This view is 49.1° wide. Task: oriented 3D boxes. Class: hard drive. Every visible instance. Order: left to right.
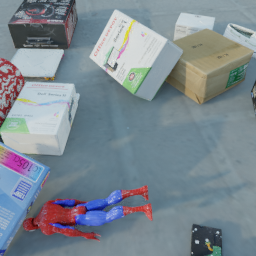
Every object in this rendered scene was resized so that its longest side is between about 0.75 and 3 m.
[{"bbox_3d":[1.480,2.273,5.296,0.575,0.156,0.823,8,45,8],"label":"hard drive"}]

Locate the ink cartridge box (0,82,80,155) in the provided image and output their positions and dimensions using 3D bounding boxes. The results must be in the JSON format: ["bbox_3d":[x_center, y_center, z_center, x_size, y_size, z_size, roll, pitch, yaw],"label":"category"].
[{"bbox_3d":[-2.222,-0.484,7.548,1.436,0.826,2.453,3,45,3],"label":"ink cartridge box"}]

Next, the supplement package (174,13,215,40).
[{"bbox_3d":[2.583,-3.840,10.927,1.353,0.750,1.053,15,48,13],"label":"supplement package"}]

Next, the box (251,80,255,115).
[{"bbox_3d":[3.999,-0.981,7.782,0.633,1.204,1.470,8,46,7],"label":"box"}]

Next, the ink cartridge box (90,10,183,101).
[{"bbox_3d":[0.155,-2.232,8.517,1.011,1.744,2.409,11,26,-51],"label":"ink cartridge box"}]

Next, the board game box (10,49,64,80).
[{"bbox_3d":[-3.203,-2.216,9.702,1.685,0.218,1.685,2,45,2],"label":"board game box"}]

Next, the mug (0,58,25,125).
[{"bbox_3d":[-4.089,-0.763,7.345,2.145,1.612,2.417,8,42,5],"label":"mug"}]

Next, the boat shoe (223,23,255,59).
[{"bbox_3d":[4.615,-3.136,10.194,2.414,0.806,0.888,25,50,22],"label":"boat shoe"}]

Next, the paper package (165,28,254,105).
[{"bbox_3d":[2.377,-2.016,8.860,2.195,1.135,2.092,-27,51,-25],"label":"paper package"}]

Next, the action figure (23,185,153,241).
[{"bbox_3d":[-0.813,1.718,5.539,2.539,0.656,0.831,-8,40,-1],"label":"action figure"}]

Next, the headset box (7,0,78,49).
[{"bbox_3d":[-3.235,-4.098,10.966,2.092,1.056,2.815,0,45,0],"label":"headset box"}]

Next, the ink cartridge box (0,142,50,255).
[{"bbox_3d":[-2.635,1.421,5.098,1.513,0.847,2.218,28,67,-4],"label":"ink cartridge box"}]
